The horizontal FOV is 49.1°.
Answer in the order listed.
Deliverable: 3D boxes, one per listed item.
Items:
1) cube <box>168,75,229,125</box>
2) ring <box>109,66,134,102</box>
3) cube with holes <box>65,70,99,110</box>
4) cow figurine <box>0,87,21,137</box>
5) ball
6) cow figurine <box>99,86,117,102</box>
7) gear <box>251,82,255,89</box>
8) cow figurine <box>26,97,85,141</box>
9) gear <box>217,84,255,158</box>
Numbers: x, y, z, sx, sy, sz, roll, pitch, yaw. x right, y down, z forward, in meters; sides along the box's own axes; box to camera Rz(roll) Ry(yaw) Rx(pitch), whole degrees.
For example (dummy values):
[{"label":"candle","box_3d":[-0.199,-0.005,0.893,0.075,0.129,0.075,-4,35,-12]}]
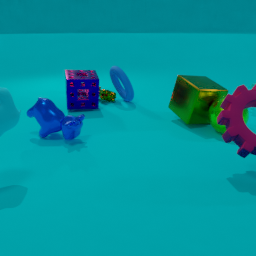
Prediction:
[{"label":"cube","box_3d":[1.927,-0.799,7.834,1.040,1.040,1.040,-3,32,-26]},{"label":"ring","box_3d":[-0.225,-1.556,9.893,0.274,1.371,1.371,-31,29,-13]},{"label":"cube with holes","box_3d":[-1.510,-1.265,9.123,0.999,0.999,0.999,-2,28,-14]},{"label":"cow figurine","box_3d":[-2.346,0.094,4.676,1.308,1.287,0.718,-31,29,-32]},{"label":"ball","box_3d":[2.540,-0.331,7.108,0.983,0.983,0.983,0,20,0]},{"label":"cow figurine","box_3d":[-0.854,-1.227,10.259,0.876,0.481,0.862,13,8,-11]},{"label":"gear","box_3d":[4.345,-1.307,8.862,1.394,1.394,0.258,-15,47,-35]},{"label":"cow figurine","box_3d":[-1.715,-0.248,6.746,1.281,1.301,0.714,-30,6,37]},{"label":"gear","box_3d":[2.442,-0.110,5.126,1.524,0.282,1.524,1,63,-2]}]
